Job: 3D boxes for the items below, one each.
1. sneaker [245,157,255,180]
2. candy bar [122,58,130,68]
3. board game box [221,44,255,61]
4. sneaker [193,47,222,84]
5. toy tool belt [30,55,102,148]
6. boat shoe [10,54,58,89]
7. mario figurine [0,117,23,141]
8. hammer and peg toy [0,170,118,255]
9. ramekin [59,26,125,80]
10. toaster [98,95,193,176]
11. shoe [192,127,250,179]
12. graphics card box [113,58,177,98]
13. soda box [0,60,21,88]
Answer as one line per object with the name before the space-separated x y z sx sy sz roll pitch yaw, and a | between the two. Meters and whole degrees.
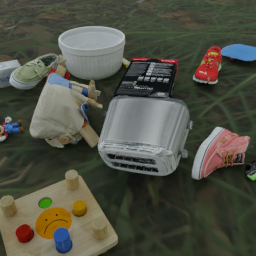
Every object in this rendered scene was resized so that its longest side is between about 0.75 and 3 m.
sneaker | 2.993 0.883 6.647 0.340 0.311 0.811 25 43 23
candy bar | -0.302 -2.817 11.595 0.350 0.156 1.404 -24 44 -25
board game box | 4.802 -3.036 11.760 1.414 0.348 1.790 -33 42 -29
sneaker | 2.980 -2.366 10.324 0.888 0.979 2.305 13 39 16
toy tool belt | -1.561 -0.667 7.861 1.749 1.777 2.846 22 34 -20
boat shoe | -3.223 -2.069 9.744 0.831 0.716 2.309 35 34 -4
mario figurine | -3.338 0.027 7.651 0.860 0.456 0.531 -16 40 -22
hammer and peg toy | -1.611 1.902 4.872 2.467 0.870 1.814 -21 44 -25
ramekin | -1.338 -2.861 10.712 2.461 1.291 2.461 0 37 0
toaster | 0.271 0.157 6.368 2.252 1.280 1.455 6 58 18
shoe | 2.251 0.633 6.621 0.900 0.707 1.978 17 35 28
graphics card box | 0.680 -1.489 9.370 1.706 0.692 2.720 6 37 12
soda box | -4.778 -1.785 9.805 2.044 0.698 0.649 -17 41 -22
